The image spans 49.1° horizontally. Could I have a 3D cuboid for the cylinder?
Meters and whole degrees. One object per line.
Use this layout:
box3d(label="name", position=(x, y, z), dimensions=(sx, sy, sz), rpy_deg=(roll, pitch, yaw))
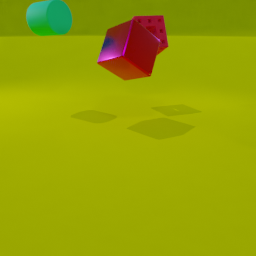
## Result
box3d(label="cylinder", position=(-2.653, -3.706, 9.483), dimensions=(1.095, 1.095, 1.095), rpy_deg=(10, 22, 34))

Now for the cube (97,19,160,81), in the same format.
box3d(label="cube", position=(0.025, -2.307, 8.519), dimensions=(1.233, 1.233, 1.233), rpy_deg=(25, -15, -39))

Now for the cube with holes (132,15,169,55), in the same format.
box3d(label="cube with holes", position=(0.648, -3.328, 10.308), dimensions=(1.144, 1.144, 1.144), rpy_deg=(-9, -1, -18))
